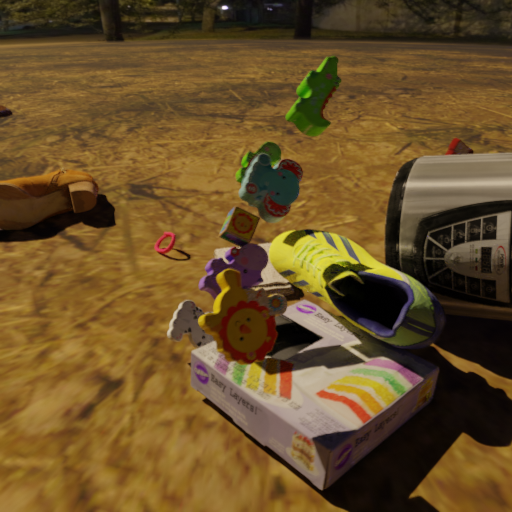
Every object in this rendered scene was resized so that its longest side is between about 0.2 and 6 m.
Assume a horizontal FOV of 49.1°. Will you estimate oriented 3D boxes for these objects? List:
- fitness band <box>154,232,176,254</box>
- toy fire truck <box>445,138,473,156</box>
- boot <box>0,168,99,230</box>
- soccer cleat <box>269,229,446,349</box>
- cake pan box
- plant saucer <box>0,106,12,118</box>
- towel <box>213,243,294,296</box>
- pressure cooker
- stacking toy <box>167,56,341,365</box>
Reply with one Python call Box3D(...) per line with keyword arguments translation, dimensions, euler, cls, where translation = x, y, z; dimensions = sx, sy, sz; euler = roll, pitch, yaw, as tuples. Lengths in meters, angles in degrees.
Box3D(translation=(-1.606, -0.228, 9.948), dimensions=(0.102, 0.393, 0.547), euler=(35, -17, -35), cls="fitness band")
Box3D(translation=(4.482, -2.005, 12.549), dimensions=(1.208, 1.014, 0.677), euler=(15, 18, -47), cls="toy fire truck")
Box3D(translation=(-4.641, -1.261, 11.632), dimensions=(2.654, 0.934, 1.900), euler=(-7, 21, -20), cls="boot")
Box3D(translation=(1.054, 0.246, 7.029), dimensions=(1.169, 0.904, 2.795), euler=(19, 9, -47), cls="soccer cleat")
Box3D(translation=(0.622, 1.374, 6.412), dimensions=(2.004, 0.569, 2.176), euler=(-17, 31, -40), cls="cake pan box")
Box3D(translation=(-9.405, -5.201, 20.097), dimensions=(1.165, 0.213, 1.165), euler=(2, 29, -1), cls="plant saucer")
Box3D(translation=(-0.060, 0.212, 9.154), dimensions=(1.080, 0.281, 1.630), euler=(-6, 27, -13), cls="towel")
Box3D(translation=(3.244, -0.291, 7.507), dimensions=(2.600, 2.287, 2.323), euler=(4, 65, 30), cls="pressure cooker")
Box3D(translation=(0.025, -0.324, 6.441), dimensions=(0.762, 3.241, 2.444), euler=(25, -16, -11), cls="stacking toy")
